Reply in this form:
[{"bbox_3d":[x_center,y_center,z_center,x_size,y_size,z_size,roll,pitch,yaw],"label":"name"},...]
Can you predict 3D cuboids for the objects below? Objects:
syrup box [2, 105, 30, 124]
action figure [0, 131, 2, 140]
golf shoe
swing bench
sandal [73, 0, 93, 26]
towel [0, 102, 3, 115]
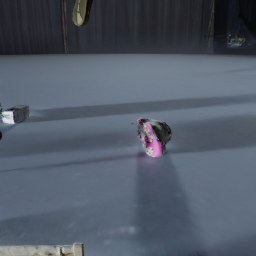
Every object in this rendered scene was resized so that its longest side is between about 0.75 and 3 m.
[{"bbox_3d":[-3.183,-0.403,7.992,0.338,0.350,0.859,3,17,10],"label":"syrup box"},{"bbox_3d":[-3.673,0.051,5.024,2.621,1.338,1.558,7,30,16],"label":"action figure"},{"bbox_3d":[0.644,0.131,5.918,0.762,0.627,1.665,1,18,-8],"label":"golf shoe"},{"bbox_3d":[-0.897,1.371,1.885,1.080,0.704,1.086,0,12,0],"label":"swing bench"},{"bbox_3d":[-1.186,-4.387,9.051,0.637,2.334,0.954,11,-3,-43],"label":"sandal"},{"bbox_3d":[-4.332,-0.465,7.953,1.224,0.524,1.013,6,17,23],"label":"towel"}]
